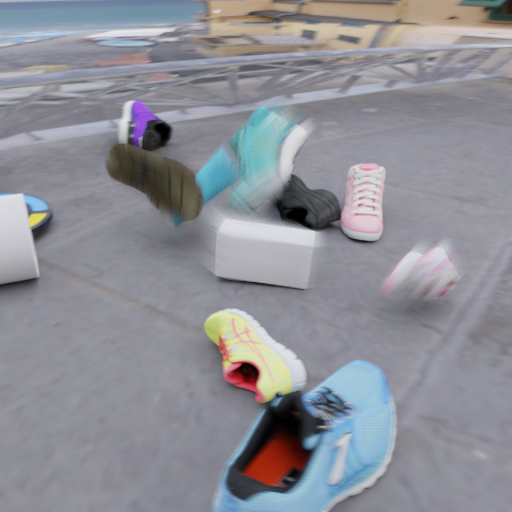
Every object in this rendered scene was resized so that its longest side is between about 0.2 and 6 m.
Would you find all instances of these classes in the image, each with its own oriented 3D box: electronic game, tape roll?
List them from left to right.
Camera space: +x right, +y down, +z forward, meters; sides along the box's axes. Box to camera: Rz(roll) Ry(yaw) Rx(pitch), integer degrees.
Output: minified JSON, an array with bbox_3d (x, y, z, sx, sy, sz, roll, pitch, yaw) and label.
[{"bbox_3d":[-5.143,-0.676,10.653,2.411,0.502,2.411,0,29,0],"label":"electronic game"},{"bbox_3d":[-4.071,-0.241,8.899,0.953,1.388,1.388,-11,30,-19],"label":"tape roll"}]

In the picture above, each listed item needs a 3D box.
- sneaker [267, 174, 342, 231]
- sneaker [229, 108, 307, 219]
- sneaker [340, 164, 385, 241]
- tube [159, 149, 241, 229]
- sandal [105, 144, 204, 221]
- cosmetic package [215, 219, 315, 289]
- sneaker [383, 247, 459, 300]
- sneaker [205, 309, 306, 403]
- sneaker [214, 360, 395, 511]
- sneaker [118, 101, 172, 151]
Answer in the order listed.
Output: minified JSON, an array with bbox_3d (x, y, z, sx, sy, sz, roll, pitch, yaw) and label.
[{"bbox_3d":[0.727,-1.051,11.172,0.923,0.772,2.033,-33,35,-25],"label":"sneaker"},{"bbox_3d":[-0.015,-1.721,10.154,1.159,1.127,2.909,36,40,-13],"label":"sneaker"},{"bbox_3d":[2.099,-1.160,10.958,0.791,1.098,2.101,6,30,7],"label":"sneaker"},{"bbox_3d":[-1.040,-1.213,10.389,1.685,0.653,0.425,-43,21,-15],"label":"tube"},{"bbox_3d":[-1.736,-1.315,9.873,2.174,0.888,0.593,26,6,24],"label":"sandal"},{"bbox_3d":[0.136,-0.041,9.023,1.506,0.810,0.639,10,27,6],"label":"cosmetic package"},{"bbox_3d":[2.429,0.307,8.009,1.436,0.584,0.633,-15,52,-35],"label":"sneaker"},{"bbox_3d":[-0.191,1.226,6.964,0.752,0.651,1.666,-25,37,-34],"label":"sneaker"},{"bbox_3d":[0.603,1.748,5.364,1.051,1.206,2.681,18,33,30],"label":"sneaker"},{"bbox_3d":[-3.041,-3.553,15.704,1.398,0.977,2.811,2,32,-7],"label":"sneaker"}]
